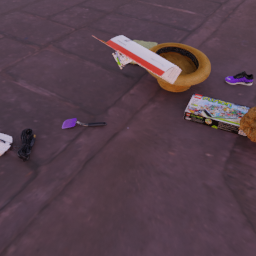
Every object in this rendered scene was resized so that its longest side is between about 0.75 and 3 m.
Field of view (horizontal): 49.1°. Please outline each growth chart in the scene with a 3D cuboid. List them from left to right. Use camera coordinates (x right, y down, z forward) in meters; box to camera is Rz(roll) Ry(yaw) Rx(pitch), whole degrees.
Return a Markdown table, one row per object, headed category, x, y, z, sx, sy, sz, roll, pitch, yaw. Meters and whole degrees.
| category | x | y | z | sx | sy | sz | roll | pitch | yaw |
| --- | --- | --- | --- | --- | --- | --- | --- | --- | --- |
| growth chart | -0.115 | -2.667 | 10.227 | 1.011 | 0.090 | 0.732 | -38 | 98 | -30 |

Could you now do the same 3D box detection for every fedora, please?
| category | x | y | z | sx | sy | sz | roll | pitch | yaw |
| --- | --- | --- | --- | --- | --- | --- | --- | --- | --- |
| fedora | 1.988 | -2.442 | 11.913 | 2.991 | 1.220 | 2.991 | 1 | 48 | -1 |

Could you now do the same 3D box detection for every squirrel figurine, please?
| category | x | y | z | sx | sy | sz | roll | pitch | yaw |
| --- | --- | --- | --- | --- | --- | --- | --- | --- | --- |
| squirrel figurine | 4.915 | 0.291 | 8.859 | 2.506 | 1.773 | 2.339 | -6 | 57 | -17 |

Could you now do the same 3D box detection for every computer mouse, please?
| category | x | y | z | sx | sy | sz | roll | pitch | yaw |
| --- | --- | --- | --- | --- | --- | --- | --- | --- | --- |
| computer mouse | -4.390 | 0.503 | 9.320 | 2.467 | 0.541 | 1.353 | 0 | 45 | 0 |

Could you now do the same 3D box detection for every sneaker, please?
| category | x | y | z | sx | sy | sz | roll | pitch | yaw |
| --- | --- | --- | --- | --- | --- | --- | --- | --- | --- |
| sneaker | 4.834 | -2.209 | 12.117 | 1.188 | 0.591 | 0.413 | 4 | 44 | 3 |

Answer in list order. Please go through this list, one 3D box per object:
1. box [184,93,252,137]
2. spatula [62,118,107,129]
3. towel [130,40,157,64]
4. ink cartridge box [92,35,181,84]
| category | x | y | z | sx | sy | sz | roll | pitch | yaw |
| --- | --- | --- | --- | --- | --- | --- | --- | --- | --- |
| box | 3.418 | -0.531 | 10.494 | 2.355 | 0.409 | 1.296 | 17 | 46 | 17 |
| spatula | -1.586 | -0.158 | 10.281 | 1.660 | 0.171 | 0.469 | 2 | 44 | 2 |
| towel | 0.593 | -3.763 | 13.911 | 1.506 | 0.370 | 2.030 | 12 | 46 | 14 |
| ink cartridge box | 0.380 | -2.096 | 8.036 | 1.998 | 0.701 | 2.458 | 34 | 8 | 16 |
